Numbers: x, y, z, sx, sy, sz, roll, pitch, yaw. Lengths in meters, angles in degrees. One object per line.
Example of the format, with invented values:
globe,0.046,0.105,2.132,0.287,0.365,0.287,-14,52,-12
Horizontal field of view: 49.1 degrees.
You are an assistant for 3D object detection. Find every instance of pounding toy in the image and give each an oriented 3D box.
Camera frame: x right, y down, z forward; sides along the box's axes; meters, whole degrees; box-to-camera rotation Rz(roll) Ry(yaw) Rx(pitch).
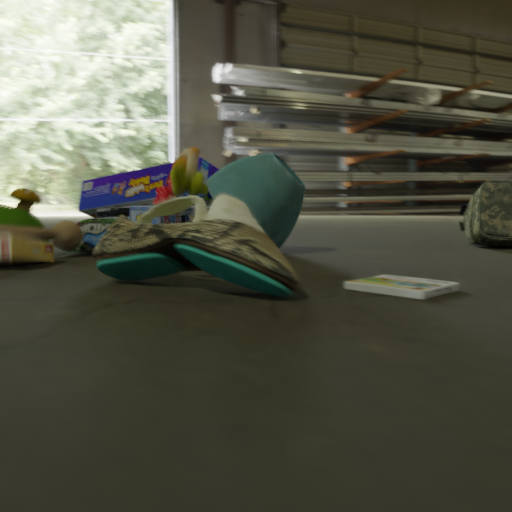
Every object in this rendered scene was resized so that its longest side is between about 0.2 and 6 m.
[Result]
pounding toy,-4.064,-0.780,9.246,2.230,1.035,1.721,8,-5,34

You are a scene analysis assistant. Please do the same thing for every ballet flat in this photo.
ballet flat,-0.638,-0.190,5.700,2.539,0.956,0.861,3,-24,35

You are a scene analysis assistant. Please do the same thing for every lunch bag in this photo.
lunch bag,5.172,-0.742,11.310,1.834,1.278,1.538,2,-12,9

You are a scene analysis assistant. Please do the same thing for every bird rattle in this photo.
bird rattle,-1.052,-1.112,8.084,0.584,0.844,1.036,17,-16,-22

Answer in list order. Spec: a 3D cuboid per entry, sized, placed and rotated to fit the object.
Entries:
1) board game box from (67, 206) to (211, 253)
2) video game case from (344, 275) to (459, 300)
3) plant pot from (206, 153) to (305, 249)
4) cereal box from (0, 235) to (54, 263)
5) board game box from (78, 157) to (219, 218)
board game box,-1.799,-0.480,9.962,2.750,0.848,2.749,1,4,14
video game case,1.456,0.306,5.616,0.860,0.098,0.782,6,8,43
plant pot,0.163,-1.115,9.996,1.206,1.790,1.790,-43,-5,13
cereal box,-3.901,-0.090,7.847,1.706,0.337,1.227,0,-4,4
board game box,-1.892,-1.148,12.235,3.282,0.735,2.207,-5,-17,32
